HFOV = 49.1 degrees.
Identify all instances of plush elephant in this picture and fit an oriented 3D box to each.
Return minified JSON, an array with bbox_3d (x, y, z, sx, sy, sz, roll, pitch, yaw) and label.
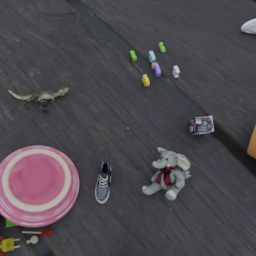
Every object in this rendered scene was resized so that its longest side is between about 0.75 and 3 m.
[{"bbox_3d":[1.300,1.354,9.141,1.691,1.392,1.309,-27,105,-30],"label":"plush elephant"}]

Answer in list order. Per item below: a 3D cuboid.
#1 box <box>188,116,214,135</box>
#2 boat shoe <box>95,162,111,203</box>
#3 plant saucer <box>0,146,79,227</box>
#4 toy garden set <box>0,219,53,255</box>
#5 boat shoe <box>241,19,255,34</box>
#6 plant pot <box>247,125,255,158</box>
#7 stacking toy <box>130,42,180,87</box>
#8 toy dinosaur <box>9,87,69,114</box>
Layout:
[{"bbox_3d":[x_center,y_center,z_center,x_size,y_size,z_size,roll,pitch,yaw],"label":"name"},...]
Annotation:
[{"bbox_3d":[2.606,-0.069,10.034,0.656,0.994,0.570,-5,84,-2],"label":"box"},{"bbox_3d":[-0.841,1.785,9.377,0.508,0.630,1.359,3,63,1],"label":"boat shoe"},{"bbox_3d":[-2.894,1.722,8.971,2.712,0.687,2.712,8,59,-14],"label":"plant saucer"},{"bbox_3d":[-3.322,2.989,8.831,1.979,0.395,1.649,-6,74,-17],"label":"toy garden set"},{"bbox_3d":[5.965,-4.440,12.504,1.781,0.641,0.610,-6,63,-13],"label":"boat shoe"},{"bbox_3d":[4.902,0.474,9.484,1.304,1.863,1.863,18,64,27],"label":"plant pot"},{"bbox_3d":[1.098,-2.721,11.693,1.501,0.468,1.991,-17,64,-8],"label":"stacking toy"},{"bbox_3d":[-3.495,-1.115,10.862,2.424,0.575,1.068,-2,49,-1],"label":"toy dinosaur"}]
